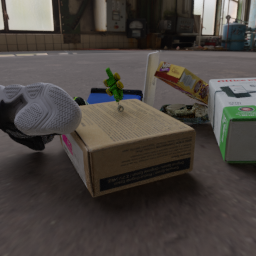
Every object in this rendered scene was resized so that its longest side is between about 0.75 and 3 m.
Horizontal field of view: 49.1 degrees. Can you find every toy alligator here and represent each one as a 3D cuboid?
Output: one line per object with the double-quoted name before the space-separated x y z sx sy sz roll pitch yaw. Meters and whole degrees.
"toy alligator" -0.233 -0.800 6.147 0.366 1.234 0.335 -31 -29 22

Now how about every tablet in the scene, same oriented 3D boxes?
"tablet" 0.731 -1.445 8.840 0.125 1.833 1.193 12 21 17

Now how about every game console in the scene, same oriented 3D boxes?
"game console" -0.441 -0.813 10.161 1.908 1.129 1.628 5 -12 13

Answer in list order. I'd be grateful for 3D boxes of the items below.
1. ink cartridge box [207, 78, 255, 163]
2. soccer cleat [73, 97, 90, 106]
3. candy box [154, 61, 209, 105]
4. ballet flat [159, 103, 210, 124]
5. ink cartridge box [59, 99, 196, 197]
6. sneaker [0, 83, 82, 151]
"ink cartridge box" 3.024 -0.317 6.625 1.923 1.089 2.623 -1 26 6
"soccer cleat" -1.193 -0.479 7.877 0.712 0.593 1.757 26 4 6
"candy box" 1.765 -1.248 8.131 1.830 0.517 1.068 20 10 -37
"ballet flat" 1.810 -0.479 8.387 1.797 0.667 0.667 -4 19 1
"ink cartridge box" -0.190 0.201 5.841 2.074 0.945 2.517 -11 24 -22
"sneaker" -1.799 -0.144 5.811 2.682 1.012 1.526 9 -23 30
